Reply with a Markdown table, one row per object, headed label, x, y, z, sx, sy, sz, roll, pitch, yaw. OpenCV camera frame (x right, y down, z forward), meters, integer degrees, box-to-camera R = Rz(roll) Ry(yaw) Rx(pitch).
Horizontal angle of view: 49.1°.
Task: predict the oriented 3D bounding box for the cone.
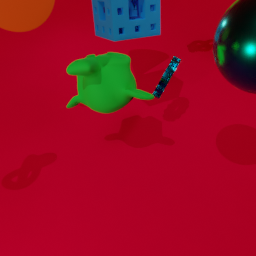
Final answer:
| label | x | y | z | sx | sy | sz | roll | pitch | yaw |
| --- | --- | --- | --- | --- | --- | --- | --- | --- | --- |
| cone | -2.470 | -2.953 | 5.835 | 1.500 | 1.500 | 1.505 | -22 | 40 | -20 |

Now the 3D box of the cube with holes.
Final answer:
| label | x | y | z | sx | sy | sz | roll | pitch | yaw |
| --- | --- | --- | --- | --- | --- | --- | --- | --- | --- |
| cube with holes | -0.062 | -2.679 | 6.297 | 1.147 | 1.147 | 1.147 | -15 | 29 | -22 |

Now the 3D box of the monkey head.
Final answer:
| label | x | y | z | sx | sy | sz | roll | pitch | yaw |
| --- | --- | --- | --- | --- | --- | --- | --- | --- | --- |
| monkey head | -0.537 | -0.814 | 5.370 | 1.944 | 1.171 | 1.398 | -4 | 14 | 25 |

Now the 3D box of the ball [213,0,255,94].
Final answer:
| label | x | y | z | sx | sy | sz | roll | pitch | yaw |
| --- | --- | --- | --- | --- | --- | --- | --- | --- | --- |
| ball | 1.853 | -1.139 | 3.739 | 1.382 | 1.382 | 1.382 | 0 | 46 | 0 |

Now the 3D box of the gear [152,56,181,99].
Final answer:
| label | x | y | z | sx | sy | sz | roll | pitch | yaw |
| --- | --- | --- | --- | --- | --- | --- | --- | --- | --- |
| gear | 0.965 | -1.262 | 7.053 | 0.206 | 1.115 | 1.115 | 29 | 50 | 2 |
